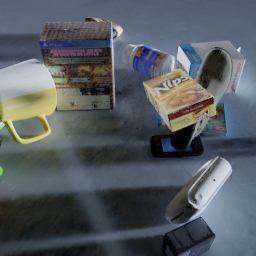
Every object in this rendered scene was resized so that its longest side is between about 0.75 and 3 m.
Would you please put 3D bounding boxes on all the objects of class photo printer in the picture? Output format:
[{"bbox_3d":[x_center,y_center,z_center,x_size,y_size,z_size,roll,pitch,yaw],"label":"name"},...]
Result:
[{"bbox_3d":[1.743,1.692,7.229,0.630,1.510,1.815,43,55,12],"label":"photo printer"}]

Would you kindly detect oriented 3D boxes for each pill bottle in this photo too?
[{"bbox_3d":[0.854,-3.006,12.544,2.191,1.228,1.228,28,49,26],"label":"pill bottle"}]

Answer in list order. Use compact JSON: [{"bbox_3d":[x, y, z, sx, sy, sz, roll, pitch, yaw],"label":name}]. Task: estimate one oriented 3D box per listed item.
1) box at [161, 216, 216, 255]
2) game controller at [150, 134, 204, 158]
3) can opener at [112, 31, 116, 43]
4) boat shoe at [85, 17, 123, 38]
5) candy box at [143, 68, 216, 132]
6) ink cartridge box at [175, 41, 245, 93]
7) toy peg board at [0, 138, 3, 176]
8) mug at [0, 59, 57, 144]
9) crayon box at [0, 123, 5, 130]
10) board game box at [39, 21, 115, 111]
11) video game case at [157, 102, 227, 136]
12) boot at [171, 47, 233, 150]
[{"bbox_3d":[1.406,2.699,6.603,1.075,0.798,0.576,-18,46,-19],"label":"box"},{"bbox_3d":[1.598,0.585,9.251,1.720,0.362,0.897,-3,42,-2],"label":"game controller"},{"bbox_3d":[-1.540,-4.426,14.522,0.830,0.657,2.496,27,49,27],"label":"can opener"},{"bbox_3d":[-1.363,-5.708,15.860,2.356,0.869,0.815,30,45,18],"label":"boat shoe"},{"bbox_3d":[0.983,-0.630,5.694,0.909,0.435,1.574,-21,34,-3],"label":"candy box"},{"bbox_3d":[3.452,-2.472,11.629,2.561,1.646,1.604,-7,43,-6],"label":"ink cartridge box"},{"bbox_3d":[-5.037,1.746,7.489,2.997,1.466,2.984,2,58,4],"label":"toy peg board"},{"bbox_3d":[-3.642,-0.956,9.210,2.061,2.010,2.510,-25,62,-42],"label":"mug"},{"bbox_3d":[-5.534,-0.663,10.291,2.356,0.796,2.731,16,45,15],"label":"crayon box"},{"bbox_3d":[-1.706,-2.210,10.377,2.365,2.966,1.436,-1,43,-2],"label":"board game box"},{"bbox_3d":[2.415,-0.503,10.548,2.429,0.216,1.738,7,43,8],"label":"video game case"},{"bbox_3d":[1.915,-0.733,7.118,0.888,2.624,1.714,22,20,16],"label":"boot"}]
